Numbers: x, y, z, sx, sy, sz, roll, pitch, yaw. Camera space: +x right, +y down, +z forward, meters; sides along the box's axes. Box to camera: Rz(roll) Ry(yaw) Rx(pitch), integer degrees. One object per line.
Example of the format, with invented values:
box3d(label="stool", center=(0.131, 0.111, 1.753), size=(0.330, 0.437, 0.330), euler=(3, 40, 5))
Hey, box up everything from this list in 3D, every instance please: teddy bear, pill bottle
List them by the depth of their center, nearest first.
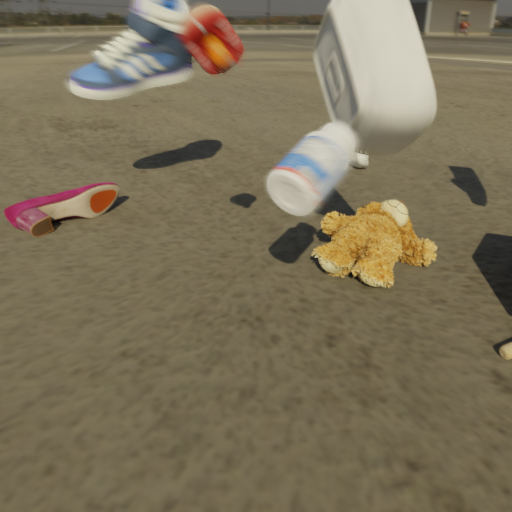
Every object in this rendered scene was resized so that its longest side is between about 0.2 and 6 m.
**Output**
box3d(label="pill bottle", center=(0.570, -0.873, 5.460), size=(0.536, 0.536, 0.955), euler=(18, 52, 34))
box3d(label="teddy bear", center=(1.874, -0.281, 8.832), size=(2.465, 0.823, 1.787), euler=(-22, 35, -39))

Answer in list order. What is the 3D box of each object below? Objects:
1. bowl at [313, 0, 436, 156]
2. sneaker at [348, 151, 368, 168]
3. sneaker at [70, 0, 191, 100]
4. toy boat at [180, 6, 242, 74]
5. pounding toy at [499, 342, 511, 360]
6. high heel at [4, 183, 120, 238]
box3d(label="bowl", center=(1.243, -2.175, 6.562), size=(0.729, 1.954, 1.951), euler=(-15, -3, -4))
box3d(label="sneaker", center=(2.181, -2.541, 14.027), size=(0.926, 0.726, 1.863), euler=(-11, 17, -8))
box3d(label="sneaker", center=(-2.183, -3.741, 9.646), size=(2.281, 1.670, 0.919), euler=(-17, 48, -18))
box3d(label="toy boat", center=(-0.400, -2.003, 5.362), size=(0.471, 0.722, 0.472), euler=(-33, 55, 11))
box3d(label="pounding toy", center=(4.246, 0.385, 6.927), size=(2.063, 1.593, 2.241), euler=(11, 16, 21))
box3d(label="high heel", center=(-3.627, -1.056, 10.558), size=(0.998, 0.700, 2.076), euler=(30, 40, 29))
